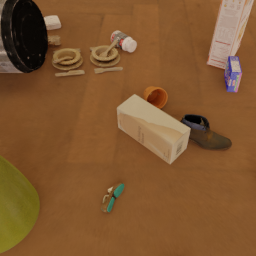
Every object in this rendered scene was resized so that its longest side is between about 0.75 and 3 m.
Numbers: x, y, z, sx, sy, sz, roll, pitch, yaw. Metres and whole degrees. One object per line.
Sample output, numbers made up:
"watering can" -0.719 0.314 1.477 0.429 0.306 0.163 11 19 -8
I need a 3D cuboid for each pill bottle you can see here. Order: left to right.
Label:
"pill bottle" -0.171 -3.517 11.425 0.581 0.581 1.019 -34 56 -27

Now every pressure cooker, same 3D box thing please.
"pressure cooker" -4.506 -3.103 9.384 2.890 2.542 2.582 2 33 12

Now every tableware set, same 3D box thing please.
"tableware set" -1.596 -2.793 10.729 2.637 0.529 1.743 -8 48 -10

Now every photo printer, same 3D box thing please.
"photo printer" -3.490 -4.857 12.839 0.715 0.299 0.860 -14 50 -12

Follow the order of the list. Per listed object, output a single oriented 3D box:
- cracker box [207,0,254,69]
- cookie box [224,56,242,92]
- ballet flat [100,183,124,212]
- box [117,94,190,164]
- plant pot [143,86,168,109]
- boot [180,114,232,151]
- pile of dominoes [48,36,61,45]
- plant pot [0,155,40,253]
"cracker box" 3.823 -3.898 10.172 0.844 2.927 1.961 22 51 19
"cookie box" 3.644 -1.878 9.755 0.370 0.843 0.985 3 48 8
"ballet flat" -0.414 1.682 6.920 0.314 0.294 0.868 7 49 32
"box" 0.674 -0.004 7.964 2.029 0.963 0.789 34 58 29
"plant pot" 0.835 -1.029 9.102 0.753 0.753 0.527 -15 34 -13
"boot" 2.178 0.128 7.901 1.661 0.805 0.620 14 55 9
"pile of dominoes" -3.712 -3.544 11.564 1.786 0.284 1.392 -3 27 0
"plant pot" -3.139 1.318 5.933 2.018 2.157 2.018 0 48 0
